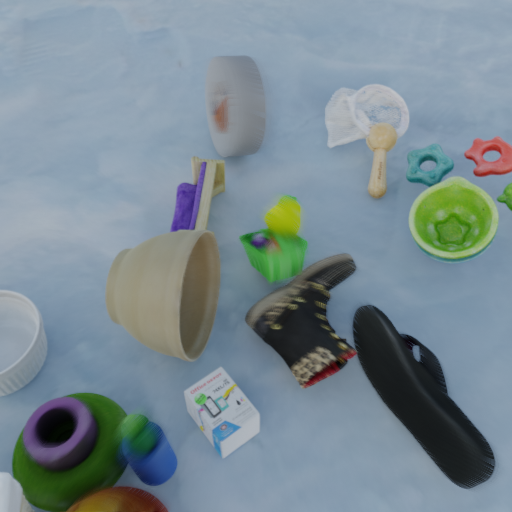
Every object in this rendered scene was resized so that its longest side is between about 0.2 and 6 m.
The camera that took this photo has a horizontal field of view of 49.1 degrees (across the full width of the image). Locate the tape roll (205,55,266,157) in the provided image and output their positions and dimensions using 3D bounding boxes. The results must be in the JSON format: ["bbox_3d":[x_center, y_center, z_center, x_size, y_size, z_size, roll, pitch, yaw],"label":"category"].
[{"bbox_3d":[-0.406,-2.699,10.161,0.583,1.764,1.764,-9,52,-18],"label":"tape roll"}]

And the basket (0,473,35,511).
[{"bbox_3d":[-3.153,3.683,5.262,1.840,1.675,2.715,-4,53,-3],"label":"basket"}]

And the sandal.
[{"bbox_3d":[2.129,1.724,7.297,0.626,0.983,2.615,-12,51,-29],"label":"sandal"}]

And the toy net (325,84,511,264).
[{"bbox_3d":[2.804,-1.898,9.689,2.361,0.869,4.501,-36,61,4],"label":"toy net"}]

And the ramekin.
[{"bbox_3d":[-3.609,1.259,7.759,1.438,0.755,1.438,0,52,0],"label":"ramekin"}]

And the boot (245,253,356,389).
[{"bbox_3d":[0.931,0.892,7.950,1.835,0.671,1.382,-30,59,-13],"label":"boot"}]

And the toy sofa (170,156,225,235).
[{"bbox_3d":[-1.028,-0.783,9.370,0.891,0.756,1.826,4,52,2],"label":"toy sofa"}]

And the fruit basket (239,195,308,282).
[{"bbox_3d":[0.287,-0.319,8.503,0.881,1.222,1.222,-13,53,-16],"label":"fruit basket"}]

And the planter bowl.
[{"bbox_3d":[-1.315,0.488,7.780,1.208,1.795,1.795,6,52,13],"label":"planter bowl"}]

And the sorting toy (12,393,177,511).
[{"bbox_3d":[-1.803,2.414,6.153,1.769,1.209,2.945,-28,50,-18],"label":"sorting toy"}]

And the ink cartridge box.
[{"bbox_3d":[-0.443,2.019,7.244,0.612,0.609,0.834,-31,57,-23],"label":"ink cartridge box"}]
